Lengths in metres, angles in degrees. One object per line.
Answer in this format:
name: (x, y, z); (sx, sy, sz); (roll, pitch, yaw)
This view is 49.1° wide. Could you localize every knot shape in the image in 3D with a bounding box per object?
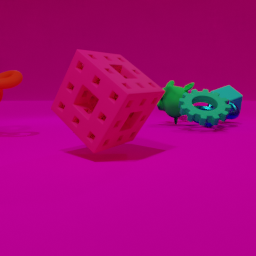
knot shape: (-3.175, -1.034, 5.985); (1.496, 0.691, 1.400); (-14, -17, 24)
knot shape: (1.975, -0.740, 10.170); (1.189, 1.113, 0.549); (-28, 19, 0)
knot shape: (2.783, -0.523, 8.738); (1.457, 0.720, 1.557); (-17, 4, -21)

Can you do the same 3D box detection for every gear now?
gear: (2.052, -0.582, 7.566); (1.328, 0.246, 1.328); (0, 41, 0)

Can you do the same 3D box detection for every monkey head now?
monkey head: (1.535, -0.956, 8.955); (1.013, 1.681, 1.210); (22, 46, 7)

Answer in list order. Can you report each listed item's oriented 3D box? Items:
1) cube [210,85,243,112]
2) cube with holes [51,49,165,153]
cube: (3.421, -0.896, 9.842); (0.783, 0.783, 0.783); (-20, 42, -10)
cube with holes: (-0.294, -0.415, 4.137); (0.998, 0.998, 0.998); (43, 29, 21)
